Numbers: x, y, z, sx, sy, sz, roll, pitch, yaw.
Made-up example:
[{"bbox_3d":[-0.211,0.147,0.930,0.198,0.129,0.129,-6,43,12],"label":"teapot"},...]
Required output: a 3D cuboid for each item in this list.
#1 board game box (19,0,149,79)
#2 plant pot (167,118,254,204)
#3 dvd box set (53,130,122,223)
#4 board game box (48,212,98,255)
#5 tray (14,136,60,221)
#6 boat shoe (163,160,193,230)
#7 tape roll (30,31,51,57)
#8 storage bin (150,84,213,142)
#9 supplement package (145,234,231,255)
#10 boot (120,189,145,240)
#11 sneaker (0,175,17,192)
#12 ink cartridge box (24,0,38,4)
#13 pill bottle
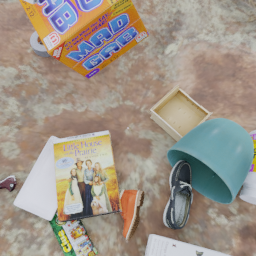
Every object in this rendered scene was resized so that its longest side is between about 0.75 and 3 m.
[{"bbox_3d":[-1.267,-3.429,8.275,2.487,2.486,2.485,-33,76,11],"label":"board game box"},{"bbox_3d":[2.599,0.792,8.344,2.263,2.263,1.816,39,72,14],"label":"plant pot"},{"bbox_3d":[-1.302,1.448,8.730,1.892,0.380,2.587,-9,67,-1],"label":"dvd box set"},{"bbox_3d":[-1.682,3.249,8.451,0.874,0.196,1.668,-31,71,-10],"label":"board game box"},{"bbox_3d":[-2.464,1.569,9.060,1.335,0.276,2.486,20,68,9],"label":"tray"},{"bbox_3d":[1.662,2.015,8.572,0.807,0.644,2.136,15,74,-16],"label":"boat shoe"},{"bbox_3d":[-3.231,-3.381,11.046,1.158,0.382,1.158,0,67,0],"label":"tape roll"},{"bbox_3d":[1.829,-0.472,9.674,1.538,0.726,1.549,-43,73,-15],"label":"storage bin"},{"bbox_3d":[1.544,3.818,7.614,2.202,1.292,1.287,13,68,5],"label":"supplement package"},{"bbox_3d":[-0.028,2.611,8.579,0.801,0.560,1.493,7,68,18],"label":"boot"},{"bbox_3d":[-3.943,1.895,8.937,0.830,0.314,0.480,-29,74,-12],"label":"sneaker"},{"bbox_3d":[-2.412,-3.289,6.404,0.798,0.639,0.189,30,46,19],"label":"ink cartridge box"},{"bbox_3d":[4.135,1.228,8.751,1.138,1.138,2.183,19,69,8],"label":"pill bottle"}]
